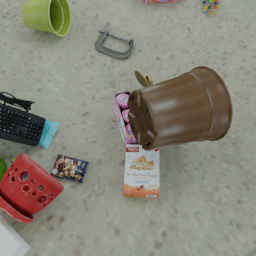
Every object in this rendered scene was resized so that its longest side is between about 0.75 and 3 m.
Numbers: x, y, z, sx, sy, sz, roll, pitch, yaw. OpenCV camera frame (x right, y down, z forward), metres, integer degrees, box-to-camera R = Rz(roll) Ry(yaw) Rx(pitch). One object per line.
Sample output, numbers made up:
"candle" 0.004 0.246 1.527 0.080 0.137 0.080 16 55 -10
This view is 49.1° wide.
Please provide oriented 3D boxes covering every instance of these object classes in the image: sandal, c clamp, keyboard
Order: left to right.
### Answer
"keyboard" -3.563 -0.398 8.101 0.530 2.673 1.391 -3 73 43
"c clamp" -0.511 -3.547 11.330 1.841 0.249 1.573 30 66 15
"sandal" 0.761 -1.581 9.845 0.437 0.488 1.330 -43 108 -19

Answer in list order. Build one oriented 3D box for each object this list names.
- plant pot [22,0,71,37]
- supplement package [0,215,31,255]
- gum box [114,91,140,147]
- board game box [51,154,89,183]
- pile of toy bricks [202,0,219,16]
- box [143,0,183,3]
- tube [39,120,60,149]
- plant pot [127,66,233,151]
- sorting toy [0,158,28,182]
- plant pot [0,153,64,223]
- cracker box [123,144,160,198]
"plant pot" -3.347 -4.535 11.270 1.479 1.608 1.608 8 61 17
"supplement package" -3.436 2.999 7.441 1.386 0.810 0.813 37 68 19
"gum box" 0.011 -0.232 9.113 0.547 0.939 1.654 -13 63 -10
"board game box" -1.805 1.268 8.744 1.017 0.176 0.689 12 62 6
"pile of toy bricks" 3.652 -5.571 12.208 0.721 0.641 1.299 21 63 11
"box" 1.542 -6.210 12.426 1.810 0.864 0.902 -4 61 -2
"tube" -3.582 -0.146 9.316 2.412 0.608 0.934 20 77 3
"plant pot" 1.280 -0.421 7.781 2.188 2.210 2.210 -16 62 -20
"sorting toy" -4.481 1.157 8.350 2.891 0.996 1.003 -4 61 -1
"plant pot" -2.820 1.685 7.772 1.557 1.557 1.418 37 74 18
"cracker box" 0.423 1.303 8.565 1.055 0.454 1.575 2 61 1
